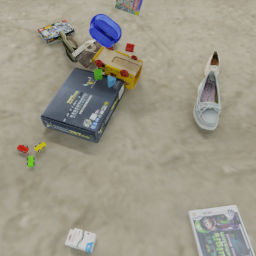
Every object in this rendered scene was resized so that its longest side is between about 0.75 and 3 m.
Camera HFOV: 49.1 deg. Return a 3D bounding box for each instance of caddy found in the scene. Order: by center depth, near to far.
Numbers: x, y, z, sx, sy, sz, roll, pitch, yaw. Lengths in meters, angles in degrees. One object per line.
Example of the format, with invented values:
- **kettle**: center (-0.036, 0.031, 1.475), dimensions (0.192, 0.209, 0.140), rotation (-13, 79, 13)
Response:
- **caddy**: center (-0.563, -2.423, 6.965), dimensions (0.850, 0.601, 0.446), rotation (34, 33, -18)

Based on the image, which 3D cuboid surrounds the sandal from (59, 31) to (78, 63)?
- **sandal**: center (-2.621, -3.823, 12.753), dimensions (0.595, 0.828, 2.085), rotation (-19, 56, -11)

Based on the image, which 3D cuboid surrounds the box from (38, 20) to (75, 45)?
- **box**: center (-3.504, -4.717, 13.734), dimensions (1.506, 0.300, 1.031), rotation (-29, 59, -19)

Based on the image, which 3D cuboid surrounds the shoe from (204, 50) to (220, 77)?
- **shoe**: center (3.678, -2.701, 12.167), dimensions (0.605, 0.462, 1.731), rotation (14, 55, 10)

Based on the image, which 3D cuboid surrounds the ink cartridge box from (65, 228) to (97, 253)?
- **ink cartridge box**: center (-1.367, 3.187, 8.003), dimensions (0.825, 0.280, 0.479), rotation (12, 55, 9)

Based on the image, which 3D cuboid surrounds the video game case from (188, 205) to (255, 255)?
- **video game case**: center (2.685, 3.128, 8.099), dimensions (1.508, 0.194, 1.659), rotation (-6, 54, -4)

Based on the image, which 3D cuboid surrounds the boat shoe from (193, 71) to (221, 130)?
- **boat shoe**: center (3.093, -1.073, 10.756), dimensions (0.950, 0.827, 2.579), rotation (11, 55, 8)

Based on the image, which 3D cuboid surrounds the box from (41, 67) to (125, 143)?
- **box**: center (-1.637, -0.968, 10.743), dimensions (2.222, 0.719, 2.818), rotation (17, 55, 13)

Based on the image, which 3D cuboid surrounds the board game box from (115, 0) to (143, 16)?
- **board game box**: center (0.049, -4.710, 10.371), dimensions (0.967, 1.436, 0.209), rotation (19, 85, -4)

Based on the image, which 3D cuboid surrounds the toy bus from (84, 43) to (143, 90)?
- **toy bus**: center (-0.536, -2.459, 11.561), dimensions (2.133, 1.168, 2.261), rotation (-14, 60, -16)

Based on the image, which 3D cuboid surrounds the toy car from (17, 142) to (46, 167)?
- **toy car**: center (-3.326, 0.959, 9.660), dimensions (1.007, 0.225, 0.947), rotation (-7, 55, -4)

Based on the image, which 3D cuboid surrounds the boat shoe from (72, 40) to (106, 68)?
- **boat shoe**: center (-1.271, -3.645, 12.588), dimensions (0.877, 1.058, 2.945), rotation (53, 46, -13)
